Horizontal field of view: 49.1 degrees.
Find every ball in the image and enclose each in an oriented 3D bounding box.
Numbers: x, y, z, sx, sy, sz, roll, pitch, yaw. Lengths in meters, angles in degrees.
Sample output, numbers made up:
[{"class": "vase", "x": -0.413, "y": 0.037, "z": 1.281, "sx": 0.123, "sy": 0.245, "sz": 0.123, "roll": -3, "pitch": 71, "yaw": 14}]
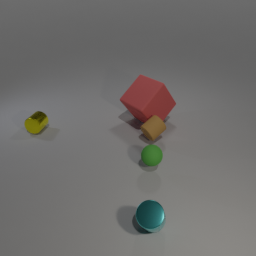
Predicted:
[{"class": "ball", "x": 0.766, "y": 0.880, "z": 8.987, "sx": 0.700, "sy": 0.700, "sz": 0.700, "roll": 0, "pitch": 32, "yaw": 0}]

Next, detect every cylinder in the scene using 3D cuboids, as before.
[{"class": "cylinder", "x": -3.659, "y": -0.226, "z": 11.222, "sx": 0.700, "sy": 0.700, "sz": 0.700, "roll": 7, "pitch": 30, "yaw": 11}, {"class": "cylinder", "x": 0.941, "y": 0.000, "z": 10.408, "sx": 0.700, "sy": 0.700, "sz": 0.700, "roll": -41, "pitch": 44, "yaw": -12}, {"class": "cylinder", "x": 0.587, "y": 2.234, "z": 7.062, "sx": 0.700, "sy": 0.700, "sz": 0.700, "roll": -5, "pitch": 62, "yaw": 9}]

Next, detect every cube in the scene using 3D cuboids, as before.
[{"class": "cube", "x": 0.820, "y": -1.067, "z": 11.365, "sx": 1.400, "sy": 1.400, "sz": 1.400, "roll": -51, "pitch": 46, "yaw": -7}]
